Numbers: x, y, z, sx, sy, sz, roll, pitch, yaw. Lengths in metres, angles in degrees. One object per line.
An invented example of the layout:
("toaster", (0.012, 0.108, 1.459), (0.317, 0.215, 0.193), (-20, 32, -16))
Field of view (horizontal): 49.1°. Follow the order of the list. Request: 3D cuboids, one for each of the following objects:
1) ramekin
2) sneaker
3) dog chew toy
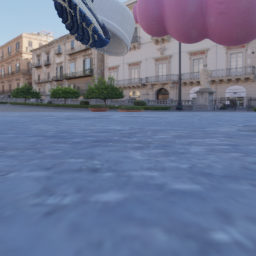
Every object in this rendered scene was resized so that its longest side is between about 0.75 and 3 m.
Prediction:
("ramekin", (-0.763, -3.456, 9.443), (2.128, 1.117, 2.128), (23, -10, 4))
("sneaker", (-1.188, -3.155, 6.482), (1.185, 2.782, 1.072), (-39, 2, -24))
("dog chew toy", (1.247, -2.145, 4.897), (2.368, 1.474, 1.474), (1, 4, 18))
